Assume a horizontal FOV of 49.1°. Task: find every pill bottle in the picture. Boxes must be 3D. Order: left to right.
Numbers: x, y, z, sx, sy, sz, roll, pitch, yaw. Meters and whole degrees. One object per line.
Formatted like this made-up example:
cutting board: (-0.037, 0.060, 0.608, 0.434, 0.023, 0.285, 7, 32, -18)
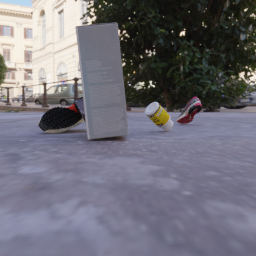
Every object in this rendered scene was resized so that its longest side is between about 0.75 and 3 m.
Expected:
pill bottle: (0.805, -0.267, 7.037, 0.752, 0.418, 0.418, 42, -18, -27)

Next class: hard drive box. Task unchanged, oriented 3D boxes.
hard drive box: (-0.489, -0.856, 5.653, 0.770, 2.006, 1.563, -6, 3, -3)

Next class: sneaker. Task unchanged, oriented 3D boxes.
sneaker: (-1.581, -0.162, 7.168, 0.860, 0.648, 1.840, -50, -8, 37)
sneaker: (2.200, -0.582, 10.085, 0.513, 0.475, 1.273, 14, -40, -25)

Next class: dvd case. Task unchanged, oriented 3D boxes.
dvd case: (-0.660, -0.477, 7.075, 1.166, 0.867, 0.093, -15, -32, -32)
